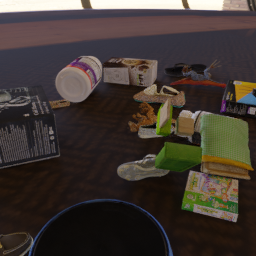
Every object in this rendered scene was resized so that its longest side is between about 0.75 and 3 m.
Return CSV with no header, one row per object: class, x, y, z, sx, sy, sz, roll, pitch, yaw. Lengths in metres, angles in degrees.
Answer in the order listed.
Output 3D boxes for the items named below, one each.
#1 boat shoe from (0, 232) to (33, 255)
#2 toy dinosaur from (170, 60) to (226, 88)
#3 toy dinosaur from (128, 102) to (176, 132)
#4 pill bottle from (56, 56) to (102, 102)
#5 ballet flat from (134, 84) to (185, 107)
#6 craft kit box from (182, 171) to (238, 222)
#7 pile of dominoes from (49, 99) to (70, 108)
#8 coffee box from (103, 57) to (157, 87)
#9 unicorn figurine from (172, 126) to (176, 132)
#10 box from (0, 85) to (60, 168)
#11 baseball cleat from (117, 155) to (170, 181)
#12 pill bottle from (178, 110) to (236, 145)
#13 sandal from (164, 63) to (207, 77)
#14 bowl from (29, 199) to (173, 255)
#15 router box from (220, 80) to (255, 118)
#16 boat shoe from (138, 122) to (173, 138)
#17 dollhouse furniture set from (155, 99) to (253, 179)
boat shoe,-2.692,2.398,5.416,1.638,0.493,0.584,-16,33,-27
toy dinosaur,3.677,-2.280,13.874,2.087,2.300,1.208,44,6,27
toy dinosaur,0.954,-0.291,10.304,2.433,0.735,1.292,-10,62,-26
pill bottle,-2.104,-2.411,12.958,1.554,1.554,2.790,5,29,9
ballet flat,1.350,-1.467,12.079,2.299,0.773,0.783,9,30,16
craft kit box,2.073,1.650,6.997,1.262,0.310,1.278,7,29,17
pile of dominoes,-2.957,-1.094,12.056,0.905,0.144,0.705,-11,31,-18
coffee box,0.125,-2.931,14.457,2.534,1.011,1.432,8,30,14
unicorn figurine,2.022,-0.063,10.017,0.750,0.403,1.092,-3,16,17
box,-3.664,-0.103,8.770,2.474,1.560,2.516,-12,32,-20
baseball cleat,0.387,1.094,7.857,1.516,0.529,0.807,3,22,-16
pill bottle,2.591,0.056,9.025,1.890,1.100,1.100,15,32,28
sandal,3.190,-3.422,15.777,2.734,0.585,1.040,-15,32,-24
bowl,-0.512,2.435,5.301,2.800,0.550,2.800,0,29,0
router box,5.022,-1.246,11.803,1.866,0.639,2.502,11,31,19
boat shoe,0.987,0.020,9.721,1.297,0.462,0.453,-9,30,-16
dollhouse furniture set,2.173,0.254,7.291,2.720,1.365,1.782,8,70,-4
